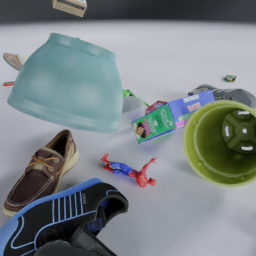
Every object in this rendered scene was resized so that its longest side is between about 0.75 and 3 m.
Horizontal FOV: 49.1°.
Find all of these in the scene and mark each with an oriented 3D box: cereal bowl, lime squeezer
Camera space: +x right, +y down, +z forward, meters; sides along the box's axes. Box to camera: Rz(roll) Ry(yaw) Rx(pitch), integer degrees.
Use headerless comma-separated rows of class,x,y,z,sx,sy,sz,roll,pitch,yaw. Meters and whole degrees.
cereal bowl,-0.485,-0.466,10.084,2.164,0.901,2.164,-2,22,1
lime squeezer,0.011,-1.049,10.846,2.548,0.900,0.481,-1,8,-25

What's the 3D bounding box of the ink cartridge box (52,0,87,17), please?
ink cartridge box,-1.395,-3.100,6.578,0.729,0.332,0.884,6,54,-29

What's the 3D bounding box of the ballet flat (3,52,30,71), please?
ballet flat,-3.366,-2.090,9.532,0.605,1.799,0.612,-31,56,14

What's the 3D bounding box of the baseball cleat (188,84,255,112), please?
baseball cleat,3.760,-1.112,11.624,1.551,1.016,2.915,-25,27,-27

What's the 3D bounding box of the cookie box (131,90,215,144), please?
cookie box,1.410,-0.305,8.772,1.824,0.801,2.132,-17,-6,-31

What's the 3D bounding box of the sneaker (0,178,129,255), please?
sneaker,-1.174,1.851,5.541,1.052,0.947,2.701,20,33,41

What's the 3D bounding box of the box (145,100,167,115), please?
box,1.164,-0.623,10.866,0.536,0.560,1.123,16,31,29

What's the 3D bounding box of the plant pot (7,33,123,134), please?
plant pot,-1.290,-1.169,6.792,2.737,1.834,2.737,16,9,-3

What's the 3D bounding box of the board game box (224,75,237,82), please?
board game box,5.725,-2.765,15.624,0.557,0.125,1.063,10,28,24

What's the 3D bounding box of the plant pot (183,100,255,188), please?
plant pot,2.982,0.258,7.751,2.227,2.227,2.048,19,20,33

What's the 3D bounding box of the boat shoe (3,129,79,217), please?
boat shoe,-2.133,0.961,7.134,1.079,1.076,2.991,8,28,15

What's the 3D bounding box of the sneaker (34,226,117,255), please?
sneaker,-0.696,2.419,4.828,1.740,0.523,0.907,38,80,10

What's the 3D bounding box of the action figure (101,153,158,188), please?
action figure,0.164,1.031,7.522,1.683,0.549,0.833,22,50,36

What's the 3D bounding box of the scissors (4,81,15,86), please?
scissors,-5.844,-2.473,15.086,1.694,0.118,0.620,-16,28,-31
